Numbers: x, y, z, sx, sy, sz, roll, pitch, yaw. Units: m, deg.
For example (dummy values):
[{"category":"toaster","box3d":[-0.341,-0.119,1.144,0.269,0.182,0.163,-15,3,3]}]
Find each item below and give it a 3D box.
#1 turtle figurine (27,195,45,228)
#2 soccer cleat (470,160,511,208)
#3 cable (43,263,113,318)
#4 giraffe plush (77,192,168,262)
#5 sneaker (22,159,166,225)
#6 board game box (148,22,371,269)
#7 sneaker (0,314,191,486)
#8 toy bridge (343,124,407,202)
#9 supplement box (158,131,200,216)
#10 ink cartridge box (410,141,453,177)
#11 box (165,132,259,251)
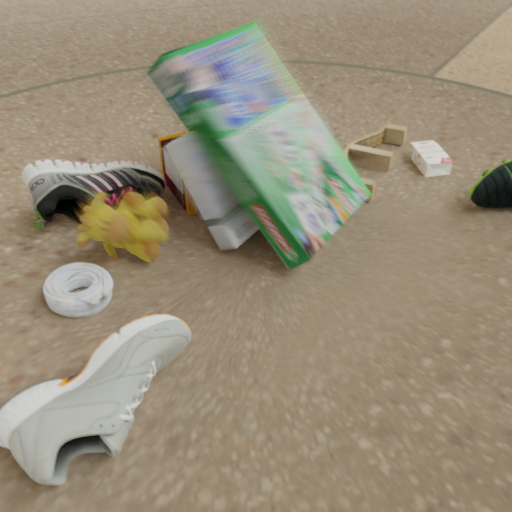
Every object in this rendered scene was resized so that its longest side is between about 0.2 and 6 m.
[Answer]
[{"category":"turtle figurine","box3d":[-4.422,-1.032,11.419,0.627,0.871,0.844,-26,37,22]},{"category":"soccer cleat","box3d":[5.930,-1.420,11.626,3.062,1.034,1.241,-11,45,-16]},{"category":"cable","box3d":[-3.008,0.562,9.527,1.129,0.391,1.129,0,37,-2]},{"category":"giraffe plush","box3d":[-2.470,-0.564,9.876,1.532,1.322,1.243,-6,-8,20]},{"category":"sneaker","box3d":[-3.156,-1.187,11.303,2.840,1.047,1.242,-2,66,-31]},{"category":"board game box","box3d":[0.269,-2.174,10.458,4.181,0.609,2.814,54,44,-6]},{"category":"sneaker","box3d":[-1.867,1.927,7.433,2.819,1.067,1.296,-34,56,-26]},{"category":"toy bridge","box3d":[2.650,-2.329,13.202,1.105,0.447,3.287,15,40,20]},{"category":"supplement box","box3d":[-1.038,-1.907,12.123,1.626,1.095,1.649,-17,41,-21]},{"category":"ink cartridge box","box3d":[4.100,-2.310,13.241,0.639,0.370,1.097,-6,40,-7]},{"category":"box","box3d":[-0.520,-1.472,10.629,0.457,2.222,1.732,-7,27,45]}]
